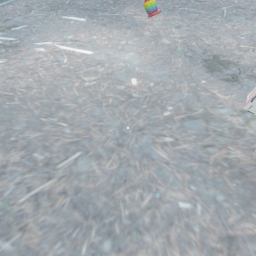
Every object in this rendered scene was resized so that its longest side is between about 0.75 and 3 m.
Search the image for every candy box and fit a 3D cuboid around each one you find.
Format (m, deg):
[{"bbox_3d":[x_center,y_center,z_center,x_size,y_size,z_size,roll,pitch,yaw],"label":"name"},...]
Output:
[{"bbox_3d":[3.264,-0.542,5.599,1.366,1.146,0.489,28,57,6],"label":"candy box"}]

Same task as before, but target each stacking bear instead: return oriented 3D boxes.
[{"bbox_3d":[0.722,-4.037,9.065,0.449,0.789,0.479,-15,22,24],"label":"stacking bear"}]
